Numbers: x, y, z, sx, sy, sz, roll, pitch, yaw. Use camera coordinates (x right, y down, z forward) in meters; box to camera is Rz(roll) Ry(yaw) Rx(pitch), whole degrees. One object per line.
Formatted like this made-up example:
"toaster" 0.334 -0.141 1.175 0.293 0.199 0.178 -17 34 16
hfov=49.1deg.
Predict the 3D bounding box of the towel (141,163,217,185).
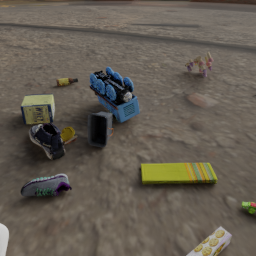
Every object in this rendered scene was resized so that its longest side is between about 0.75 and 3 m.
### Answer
"towel" 1.485 1.360 8.406 2.167 0.196 0.933 -1 26 0

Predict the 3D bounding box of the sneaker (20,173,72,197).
"sneaker" -2.213 1.650 7.621 1.308 0.487 0.572 -16 39 -25

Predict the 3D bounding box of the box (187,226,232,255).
"box" 1.613 2.703 5.989 1.610 0.311 0.334 -22 37 -32

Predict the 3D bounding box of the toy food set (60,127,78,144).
"toy food set" -2.100 0.331 10.023 0.569 0.316 0.967 -36 37 -9

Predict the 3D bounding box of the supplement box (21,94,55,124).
"supplement box" -3.619 -0.795 11.384 1.155 0.775 1.154 -5 31 -8

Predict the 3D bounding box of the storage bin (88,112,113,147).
"storage bin" -0.866 -0.020 9.840 0.847 1.164 0.782 11 23 17

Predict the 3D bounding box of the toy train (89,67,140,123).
"toy train" -0.650 -1.446 11.658 1.212 1.597 2.795 -27 39 -21

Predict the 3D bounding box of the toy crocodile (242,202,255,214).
"toy crocodile" 3.330 2.057 7.132 0.820 0.253 0.277 16 34 25

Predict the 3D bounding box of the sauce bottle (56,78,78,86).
"sauce bottle" -3.134 -2.413 14.506 1.092 0.361 0.361 -9 32 -14

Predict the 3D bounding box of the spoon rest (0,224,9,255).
"spoon rest" -2.964 2.636 6.056 0.878 0.535 1.767 -18 22 -29

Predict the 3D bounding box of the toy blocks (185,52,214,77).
"toy blocks" 4.051 -3.321 15.594 1.397 1.176 1.305 -20 -2 11

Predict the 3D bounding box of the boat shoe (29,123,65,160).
"boat shoe" -2.824 0.145 9.605 0.796 0.989 2.132 -24 39 -34
